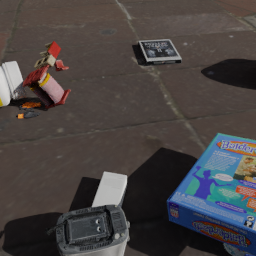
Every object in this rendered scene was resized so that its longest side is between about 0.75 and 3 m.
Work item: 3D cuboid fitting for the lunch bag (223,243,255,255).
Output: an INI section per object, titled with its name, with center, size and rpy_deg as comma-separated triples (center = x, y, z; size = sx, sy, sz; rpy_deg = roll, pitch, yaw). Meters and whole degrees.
[lunch bag]
center = 3.023, 2.171, 5.965
size = 1.852, 0.763, 1.488
rpy_deg = 10, 45, 13

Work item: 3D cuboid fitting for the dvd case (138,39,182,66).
[dvd case]
center = 1.409, -3.485, 12.779
size = 1.571, 0.259, 2.090
rpy_deg = -5, 42, -7

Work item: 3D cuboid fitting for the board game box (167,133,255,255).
[board game box]
center = 2.454, 1.217, 6.030
size = 2.138, 0.632, 2.811
rpy_deg = 13, 37, 35

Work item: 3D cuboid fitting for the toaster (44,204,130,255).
[toaster]
center = -0.766, 2.246, 5.626
size = 1.627, 1.051, 0.924
rpy_deg = -9, 41, -11

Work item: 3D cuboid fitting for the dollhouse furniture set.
[dollhouse furniture set]
center = -2.541, -1.913, 9.693
size = 0.912, 1.206, 2.241
rpy_deg = -12, 47, 31

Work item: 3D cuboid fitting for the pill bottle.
[pill bottle]
center = -4.902, -1.295, 9.312
size = 2.680, 1.532, 1.532
rpy_deg = -19, 45, -20

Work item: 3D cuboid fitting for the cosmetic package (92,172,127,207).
[cosmetic package]
center = -0.440, 1.684, 6.740
size = 0.627, 0.457, 1.234
rpy_deg = 8, 44, 10

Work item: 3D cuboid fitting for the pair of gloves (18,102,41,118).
[pair of gloves]
center = -3.379, -0.623, 9.629
size = 0.757, 0.105, 0.849
rpy_deg = -7, 42, -8
